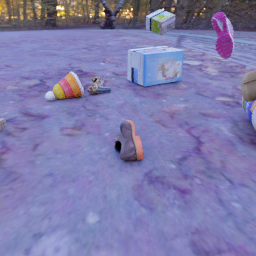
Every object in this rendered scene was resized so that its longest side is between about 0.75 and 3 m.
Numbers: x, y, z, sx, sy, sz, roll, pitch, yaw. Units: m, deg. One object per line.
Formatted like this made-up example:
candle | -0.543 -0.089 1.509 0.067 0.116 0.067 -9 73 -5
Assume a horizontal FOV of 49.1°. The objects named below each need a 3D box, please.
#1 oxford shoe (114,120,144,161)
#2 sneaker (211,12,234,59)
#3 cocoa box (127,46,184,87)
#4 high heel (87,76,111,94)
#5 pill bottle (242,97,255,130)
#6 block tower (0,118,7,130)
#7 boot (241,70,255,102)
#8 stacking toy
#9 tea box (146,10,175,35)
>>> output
oxford shoe | -0.083 0.273 7.419 0.639 0.627 1.761 -9 25 -8
sneaker | 3.445 -3.249 9.873 0.640 1.574 0.694 -4 12 39
cocoa box | 1.360 -3.088 13.842 2.372 1.582 1.556 -14 27 -29
high heel | -1.587 -1.970 12.529 1.114 0.558 1.563 -9 33 -34
pill bottle | 4.238 -0.473 8.124 1.394 1.394 2.488 4 23 10
block tower | -4.056 0.006 8.404 0.307 0.287 1.062 1 23 3
boot | 3.411 -1.438 6.658 0.507 1.342 1.533 10 -13 -28
stacking toy | -2.662 -1.525 11.412 1.501 1.097 1.097 -29 32 -16
tea box | 1.334 -4.327 11.457 0.863 0.586 0.877 34 57 30
